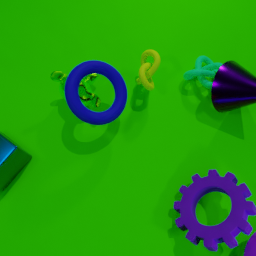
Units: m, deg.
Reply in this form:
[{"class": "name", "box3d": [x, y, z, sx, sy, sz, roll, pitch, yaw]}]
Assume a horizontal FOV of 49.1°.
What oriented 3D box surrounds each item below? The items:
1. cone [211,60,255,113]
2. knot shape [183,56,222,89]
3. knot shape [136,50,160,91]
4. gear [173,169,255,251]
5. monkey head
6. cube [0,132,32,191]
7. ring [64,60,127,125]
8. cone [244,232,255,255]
[{"class": "cone", "box3d": [3.131, -0.935, 7.078, 1.430, 1.424, 1.424, 22, 68, 49]}, {"class": "knot shape", "box3d": [2.255, -1.547, 7.891, 1.180, 0.545, 1.104, -32, 46, -23]}, {"class": "knot shape", "box3d": [0.554, -1.614, 7.669, 0.512, 1.109, 1.038, 11, 110, -3]}, {"class": "gear", "box3d": [1.952, 1.844, 6.464, 1.798, 0.332, 1.798, -22, 44, 23]}, {"class": "monkey head", "box3d": [-1.274, -1.131, 7.593, 1.547, 0.932, 1.113, 34, 92, 1]}, {"class": "cube", "box3d": [-3.353, 0.729, 6.996, 1.145, 1.145, 1.145, 35, 75, 10]}, {"class": "ring", "box3d": [-0.757, -0.871, 6.901, 1.613, 0.323, 1.613, 2, 84, -25]}, {"class": "cone", "box3d": [3.355, 2.874, 5.726, 1.314, 1.319, 1.314, 1, 86, -18]}]
